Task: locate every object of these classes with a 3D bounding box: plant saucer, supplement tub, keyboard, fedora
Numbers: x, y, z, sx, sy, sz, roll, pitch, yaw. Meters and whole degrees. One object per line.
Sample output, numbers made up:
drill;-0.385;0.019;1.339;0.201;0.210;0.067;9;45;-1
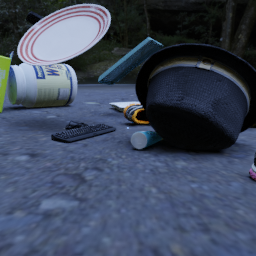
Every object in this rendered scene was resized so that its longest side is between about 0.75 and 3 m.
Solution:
plant saucer;0.036;-2.533;10.866;2.779;0.264;0.972;-31;-17;30
supplement tub;-4.323;-2.147;14.066;3.000;2.175;2.175;-8;13;-37
keyboard;-1.252;-0.002;7.649;1.017;0.387;1.954;7;12;33
fedora;1.419;-0.357;6.060;2.894;2.894;1.322;4;47;22
keyboard;-2.805;-3.512;9.664;1.375;0.272;0.716;22;-32;-26

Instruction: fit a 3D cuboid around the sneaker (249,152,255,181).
sneaker;2.481;0.562;3.938;1.489;0.643;0.598;10;16;39

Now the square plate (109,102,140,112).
square plate;0.330;-1.003;13.135;2.015;0.289;2.034;-3;11;-18

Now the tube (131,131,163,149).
tube;0.522;0.211;6.676;0.581;0.378;1.499;15;10;22

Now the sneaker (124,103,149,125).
sneaker;0.929;-0.461;9.212;2.078;0.813;0.803;-9;18;-8

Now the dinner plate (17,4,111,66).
dinner plate;-1.890;-2.766;8.414;2.966;0.360;2.966;-11;49;12

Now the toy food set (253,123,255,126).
toy food set;4.011;-0.222;9.003;0.685;0.380;1.165;29;22;17

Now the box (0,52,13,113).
box;-5.657;-2.087;12.361;0.633;2.658;1.621;10;5;-28
